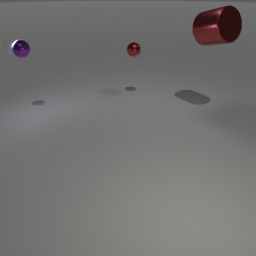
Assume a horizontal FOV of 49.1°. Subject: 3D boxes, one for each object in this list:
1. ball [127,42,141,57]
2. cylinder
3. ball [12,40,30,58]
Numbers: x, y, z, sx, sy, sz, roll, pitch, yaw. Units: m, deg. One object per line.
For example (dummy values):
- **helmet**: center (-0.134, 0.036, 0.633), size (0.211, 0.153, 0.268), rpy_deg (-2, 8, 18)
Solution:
- **ball**: center (0.283, -3.824, 13.683), size (0.700, 0.700, 0.700), rpy_deg (0, 28, 0)
- **cylinder**: center (3.603, -4.108, 11.378), size (1.400, 1.400, 1.400), rpy_deg (-16, 18, -27)
- **ball**: center (-4.331, -3.207, 11.355), size (0.700, 0.700, 0.700), rpy_deg (0, 28, 0)
